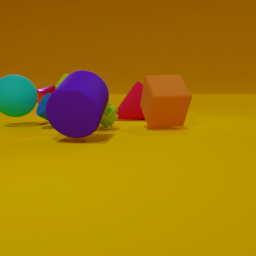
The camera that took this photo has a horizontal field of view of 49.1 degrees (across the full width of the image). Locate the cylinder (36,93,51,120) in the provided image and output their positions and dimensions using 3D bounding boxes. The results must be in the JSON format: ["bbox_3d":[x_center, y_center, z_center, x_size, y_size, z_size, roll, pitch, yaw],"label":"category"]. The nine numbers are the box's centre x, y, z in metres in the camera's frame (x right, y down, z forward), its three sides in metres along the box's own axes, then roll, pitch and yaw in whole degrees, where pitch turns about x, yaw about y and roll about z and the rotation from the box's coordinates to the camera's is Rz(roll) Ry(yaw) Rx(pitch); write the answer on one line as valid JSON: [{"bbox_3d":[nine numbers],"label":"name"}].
[{"bbox_3d":[-2.312,-0.569,8.706,0.768,0.768,0.768,31,-13,-36],"label":"cylinder"}]

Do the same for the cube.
[{"bbox_3d":[1.101,-0.824,8.479,1.143,1.143,1.143,-2,42,-11],"label":"cube"}]

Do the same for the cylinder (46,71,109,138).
[{"bbox_3d":[-1.107,-0.565,6.398,1.195,1.195,1.195,1,29,5],"label":"cylinder"}]

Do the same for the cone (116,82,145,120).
[{"bbox_3d":[0.010,-0.722,11.077,1.661,1.655,1.655,-28,15,-13],"label":"cone"}]

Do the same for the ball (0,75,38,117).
[{"bbox_3d":[-3.684,-1.043,9.156,1.385,1.385,1.385,0,8,0],"label":"ball"}]

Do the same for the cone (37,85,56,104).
[{"bbox_3d":[-2.525,-1.308,10.330,1.355,1.355,1.360,7,51,43],"label":"cone"}]

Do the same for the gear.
[{"bbox_3d":[-1.248,-0.793,8.522,2.045,0.378,2.045,30,-18,11],"label":"gear"}]
